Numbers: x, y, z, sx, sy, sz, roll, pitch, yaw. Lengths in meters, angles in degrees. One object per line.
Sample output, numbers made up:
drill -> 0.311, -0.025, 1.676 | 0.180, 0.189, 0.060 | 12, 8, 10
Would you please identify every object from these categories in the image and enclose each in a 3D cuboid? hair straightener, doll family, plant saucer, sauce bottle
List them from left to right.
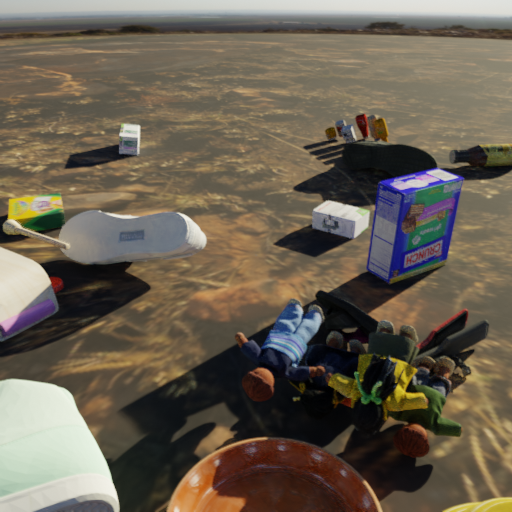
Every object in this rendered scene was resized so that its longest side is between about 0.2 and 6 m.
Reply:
plant saucer -> 0.163, 2.482, 5.082 | 1.971, 0.318, 1.971 | 0, 26, 0
doll family -> 1.004, 1.397, 6.473 | 2.659, 1.043, 1.537 | 8, 41, 28
hair straightener -> 2.433, 1.287, 7.304 | 1.952, 0.399, 0.751 | -19, 32, -32
sauce bottle -> 6.047, -2.650, 14.803 | 1.811, 0.598, 0.598 | -4, 27, -7

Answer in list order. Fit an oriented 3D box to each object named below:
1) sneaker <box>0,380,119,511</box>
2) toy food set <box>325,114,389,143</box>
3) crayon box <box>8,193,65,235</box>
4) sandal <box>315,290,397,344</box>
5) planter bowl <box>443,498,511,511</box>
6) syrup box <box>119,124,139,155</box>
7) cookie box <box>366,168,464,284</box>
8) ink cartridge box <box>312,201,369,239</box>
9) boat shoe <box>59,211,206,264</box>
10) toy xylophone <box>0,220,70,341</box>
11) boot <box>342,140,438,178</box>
sneaker -> -2.981, 2.049, 4.980 | 3.083, 1.135, 1.819 | -4, 31, -29
toy food set -> 3.080, -3.675, 16.886 | 1.844, 0.830, 0.880 | -7, 36, 26
crayon box -> -4.548, -0.901, 11.624 | 1.039, 0.351, 1.204 | -10, 29, -18
sandal -> 1.302, 0.968, 7.634 | 0.457, 0.718, 1.910 | -50, 32, -5
planter bowl -> 2.103, 2.562, 4.343 | 2.045, 0.852, 2.045 | 1, 27, 0
syrup box -> -3.652, -3.362, 16.160 | 0.535, 0.553, 1.359 | 2, 26, -11
cookie box -> 2.660, -0.507, 9.437 | 1.408, 1.646, 0.618 | -16, 34, -28
ink cartridge box -> 1.691, -0.737, 11.253 | 0.945, 0.397, 0.688 | 18, 32, 30
boat shoe -> -2.169, -0.302, 9.848 | 2.722, 0.980, 0.933 | -8, -17, 21
toy xylophone -> -4.262, 0.267, 8.912 | 2.965, 0.745, 2.171 | 22, 34, 37
boot -> 3.643, -2.641, 14.575 | 2.554, 0.865, 1.668 | 18, 26, 28
